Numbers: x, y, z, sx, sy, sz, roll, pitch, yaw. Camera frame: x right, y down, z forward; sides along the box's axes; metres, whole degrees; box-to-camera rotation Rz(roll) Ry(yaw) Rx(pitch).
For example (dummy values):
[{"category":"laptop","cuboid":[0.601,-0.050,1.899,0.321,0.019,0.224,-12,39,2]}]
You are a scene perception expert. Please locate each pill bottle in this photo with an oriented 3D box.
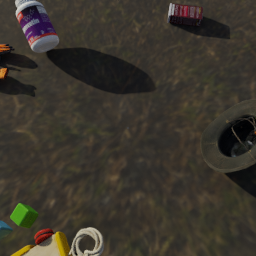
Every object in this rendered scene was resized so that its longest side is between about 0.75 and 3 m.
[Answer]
[{"category":"pill bottle","cuboid":[-2.815,-3.184,8.564,0.885,0.885,1.574,-26,92,-12]}]

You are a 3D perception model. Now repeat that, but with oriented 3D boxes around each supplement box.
[{"category":"supplement box","cuboid":[1.933,-3.819,9.458,1.113,0.339,0.606,9,64,5]}]

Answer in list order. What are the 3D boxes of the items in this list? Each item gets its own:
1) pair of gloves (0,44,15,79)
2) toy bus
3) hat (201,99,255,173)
[{"category":"pair of gloves","cuboid":[-4.199,-2.007,8.615,1.310,0.182,1.470,-3,64,7]},{"category":"toy bus","cuboid":[-1.638,2.943,5.355,2.593,1.340,2.447,8,68,26]},{"category":"hat","cuboid":[2.885,0.331,6.997,2.054,0.828,2.054,-31,41,31]}]
